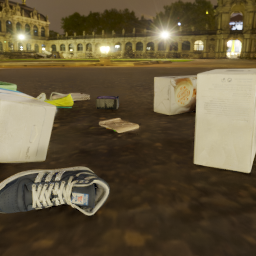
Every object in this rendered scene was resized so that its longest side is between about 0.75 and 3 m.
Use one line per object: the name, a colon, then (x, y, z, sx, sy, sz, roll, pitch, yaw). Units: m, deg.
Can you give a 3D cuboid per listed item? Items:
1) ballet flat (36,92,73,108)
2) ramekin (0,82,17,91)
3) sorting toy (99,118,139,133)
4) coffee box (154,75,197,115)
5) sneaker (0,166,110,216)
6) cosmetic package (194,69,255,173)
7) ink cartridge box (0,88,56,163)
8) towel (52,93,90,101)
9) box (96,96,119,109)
ballet flat: (-3.227, -1.117, 11.422, 1.949, 0.653, 0.651, -4, 15, -13)
ramekin: (-4.532, -0.637, 7.637, 2.739, 1.338, 2.739, 6, 10, -1)
sorting toy: (-0.277, -0.063, 8.480, 0.872, 0.172, 0.942, -13, 24, -40)
coffee box: (2.179, -1.353, 11.004, 2.347, 1.342, 0.936, -10, 17, -36)
sneaker: (-1.019, 0.933, 3.944, 1.592, 0.558, 0.864, -7, 14, -35)
cosmetic package: (2.196, -0.290, 5.983, 1.137, 1.849, 1.844, 5, 15, 28)
ink cartridge box: (-2.441, -0.118, 5.611, 1.586, 1.163, 1.158, 20, 10, 39)
towel: (-2.729, -1.492, 13.562, 1.585, 0.273, 1.050, -13, 19, -40)
box: (-0.833, -1.047, 11.533, 0.879, 0.458, 0.650, 0, 14, 3)
